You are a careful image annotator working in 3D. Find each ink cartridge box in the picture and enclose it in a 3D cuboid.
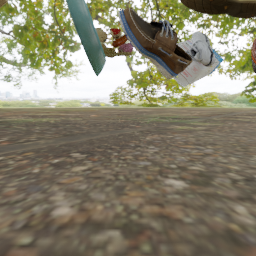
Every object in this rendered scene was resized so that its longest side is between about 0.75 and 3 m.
[{"bbox_3d":[2.596,-2.704,11.249,2.570,1.479,0.872,-30,-16,-43],"label":"ink cartridge box"}]

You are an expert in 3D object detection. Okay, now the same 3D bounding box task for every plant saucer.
[{"bbox_3d":[-1.218,-2.944,8.646,0.488,2.713,2.713,-20,5,1],"label":"plant saucer"}]

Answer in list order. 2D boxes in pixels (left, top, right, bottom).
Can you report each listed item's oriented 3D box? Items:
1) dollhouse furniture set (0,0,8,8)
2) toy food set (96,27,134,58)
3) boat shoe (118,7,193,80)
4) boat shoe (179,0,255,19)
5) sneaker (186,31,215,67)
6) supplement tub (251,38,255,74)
[{"bbox_3d":[-3.628,-3.284,6.524,1.646,1.304,1.168,-20,-38,27],"label":"dollhouse furniture set"},{"bbox_3d":[-0.546,-3.311,11.065,1.551,0.384,2.440,-4,44,-6],"label":"toy food set"},{"bbox_3d":[0.848,-2.446,7.738,1.018,1.016,2.813,-27,-34,27],"label":"boat shoe"},{"bbox_3d":[2.001,-2.878,6.040,1.883,0.636,0.678,8,-14,-3],"label":"boat shoe"},{"bbox_3d":[2.537,-2.997,10.239,0.939,1.635,0.614,6,-33,-34],"label":"sneaker"},{"bbox_3d":[3.489,-1.790,6.745,0.975,0.975,1.824,3,-3,26],"label":"supplement tub"}]
